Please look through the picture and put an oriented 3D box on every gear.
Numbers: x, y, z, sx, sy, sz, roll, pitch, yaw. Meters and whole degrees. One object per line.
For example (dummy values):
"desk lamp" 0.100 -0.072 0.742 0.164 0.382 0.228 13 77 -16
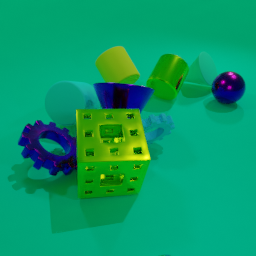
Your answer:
"gear" 0.609 0.064 7.368 1.239 1.239 0.229 -11 62 -16
"gear" -1.861 0.464 6.929 1.599 0.296 1.599 29 27 -17

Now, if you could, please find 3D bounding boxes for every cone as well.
"cone" 2.556 -2.086 10.977 1.358 1.353 1.353 -16 18 43
"cone" -0.187 -0.261 7.568 1.671 1.677 1.671 5 1 0

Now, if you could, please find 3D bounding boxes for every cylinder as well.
"cylinder" -0.373 -2.051 9.933 1.194 1.194 1.194 -25 80 -32
"cylinder" -1.600 -0.745 8.287 1.249 1.249 1.249 8 9 12
"cylinder" 1.395 -1.787 9.864 1.174 1.174 1.174 18 67 25

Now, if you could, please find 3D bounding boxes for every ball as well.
"ball" 3.483 -1.397 9.725 1.130 1.130 1.130 0 34 0

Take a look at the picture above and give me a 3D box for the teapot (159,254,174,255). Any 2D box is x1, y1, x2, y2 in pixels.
"teapot" 0.660 2.432 4.436 1.192 0.583 0.741 -5 24 24

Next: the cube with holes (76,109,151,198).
"cube with holes" -0.425 0.551 6.155 1.381 1.381 1.381 -1 49 -11
